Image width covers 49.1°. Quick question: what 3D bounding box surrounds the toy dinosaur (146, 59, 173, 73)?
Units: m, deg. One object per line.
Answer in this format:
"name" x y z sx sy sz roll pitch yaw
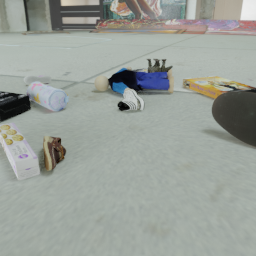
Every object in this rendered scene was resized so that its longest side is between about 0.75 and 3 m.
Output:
"toy dinosaur" 1.191 -2.296 11.445 0.777 1.032 2.018 11 18 25

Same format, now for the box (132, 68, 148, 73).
"box" 0.814 -2.367 12.276 1.284 0.310 1.017 -11 25 -23

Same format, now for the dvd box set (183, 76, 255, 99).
"dvd box set" 3.265 -1.487 10.154 1.604 0.322 2.192 -9 24 -22

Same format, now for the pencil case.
"pencil case" -2.465 -0.999 8.552 0.710 0.650 1.565 -31 36 -34

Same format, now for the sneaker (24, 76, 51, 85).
"sneaker" -3.675 -1.926 11.238 1.059 0.384 0.604 -6 16 -32

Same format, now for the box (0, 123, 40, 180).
"box" -2.240 0.387 5.600 0.408 0.381 1.971 -14 26 -28

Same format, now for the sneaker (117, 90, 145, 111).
"sneaker" -0.050 -0.853 8.468 0.700 0.459 1.216 -7 26 -21

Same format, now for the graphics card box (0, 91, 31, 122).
"graphics card box" -3.955 -0.701 8.064 1.931 0.491 1.212 8 23 22

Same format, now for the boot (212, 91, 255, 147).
"boot" 3.349 -0.041 6.141 2.997 1.103 1.131 22 13 31

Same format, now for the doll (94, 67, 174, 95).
"doll" 0.191 -1.656 10.050 2.819 0.683 1.924 0 38 2

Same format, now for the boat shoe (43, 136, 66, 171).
"boat shoe" -1.417 0.444 5.453 0.429 0.430 1.193 -4 17 -15
